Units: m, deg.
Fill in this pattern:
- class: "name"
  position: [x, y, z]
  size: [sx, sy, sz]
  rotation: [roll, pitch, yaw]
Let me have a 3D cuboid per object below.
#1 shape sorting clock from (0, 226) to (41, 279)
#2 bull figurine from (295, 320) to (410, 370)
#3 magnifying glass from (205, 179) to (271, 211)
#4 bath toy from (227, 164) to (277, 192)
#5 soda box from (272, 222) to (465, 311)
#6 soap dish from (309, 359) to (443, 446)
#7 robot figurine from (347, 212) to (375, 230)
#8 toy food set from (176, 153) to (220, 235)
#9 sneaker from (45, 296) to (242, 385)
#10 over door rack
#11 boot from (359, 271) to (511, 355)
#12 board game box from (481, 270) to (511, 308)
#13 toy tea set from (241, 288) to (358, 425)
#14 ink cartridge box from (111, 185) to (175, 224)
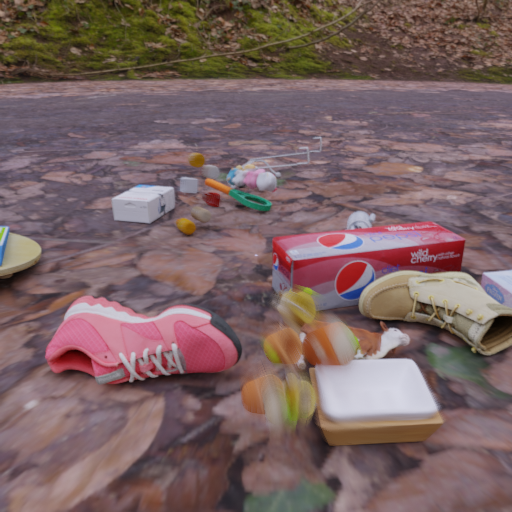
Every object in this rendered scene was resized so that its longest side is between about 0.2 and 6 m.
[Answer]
- class: "shape sorting clock"
  position: [-5.599, -0.048, 9.521]
  size: [3.625, 0.711, 3.625]
  rotation: [5, 9, -1]
- class: "bull figurine"
  position: [1.185, 1.156, 7.109]
  size: [1.463, 0.476, 0.888]
  rotation: [6, 23, 14]
- class: "magnifying glass"
  position: [-0.444, -1.473, 13.418]
  size: [1.796, 0.201, 0.715]
  rotation: [23, 21, 22]
- class: "bath toy"
  position: [-0.021, -1.789, 13.060]
  size: [0.550, 0.647, 1.488]
  rotation: [33, -8, -40]
- class: "soda box"
  position: [1.784, 0.136, 9.004]
  size: [2.949, 0.935, 1.032]
  rotation: [-7, 23, -15]
- class: "soap dish"
  position: [1.226, 1.559, 5.996]
  size: [1.221, 0.496, 0.961]
  rotation: [-2, 27, -3]
- class: "robot figurine"
  position: [2.104, -0.609, 11.407]
  size: [0.741, 0.494, 0.874]
  rotation: [-29, 14, 20]
- class: "toy food set"
  position: [-1.246, -1.313, 11.700]
  size: [0.790, 1.655, 0.745]
  rotation: [-1, 12, -24]
- class: "sneaker"
  position: [-1.405, 1.210, 6.773]
  size: [2.498, 0.921, 1.084]
  rotation: [3, 35, 19]
- class: "over door rack"
  position: [0.577, -2.388, 15.127]
  size: [2.380, 0.793, 1.758]
  rotation: [-14, 16, 23]
- class: "boot"
  position: [2.559, 0.798, 7.744]
  size: [1.933, 0.704, 1.503]
  rotation: [-2, 22, -15]
- class: "board game box"
  position: [4.759, 0.723, 8.206]
  size: [2.015, 0.439, 2.025]
  rotation: [-4, 23, -10]
- class: "toy tea set"
  position: [0.513, 1.053, 5.566]
  size: [0.599, 0.962, 1.617]
  rotation: [-19, 29, 40]
- class: "ink cartridge box"
  position: [-2.555, -1.203, 12.798]
  size: [0.932, 0.546, 1.272]
  rotation: [6, 24, 17]
